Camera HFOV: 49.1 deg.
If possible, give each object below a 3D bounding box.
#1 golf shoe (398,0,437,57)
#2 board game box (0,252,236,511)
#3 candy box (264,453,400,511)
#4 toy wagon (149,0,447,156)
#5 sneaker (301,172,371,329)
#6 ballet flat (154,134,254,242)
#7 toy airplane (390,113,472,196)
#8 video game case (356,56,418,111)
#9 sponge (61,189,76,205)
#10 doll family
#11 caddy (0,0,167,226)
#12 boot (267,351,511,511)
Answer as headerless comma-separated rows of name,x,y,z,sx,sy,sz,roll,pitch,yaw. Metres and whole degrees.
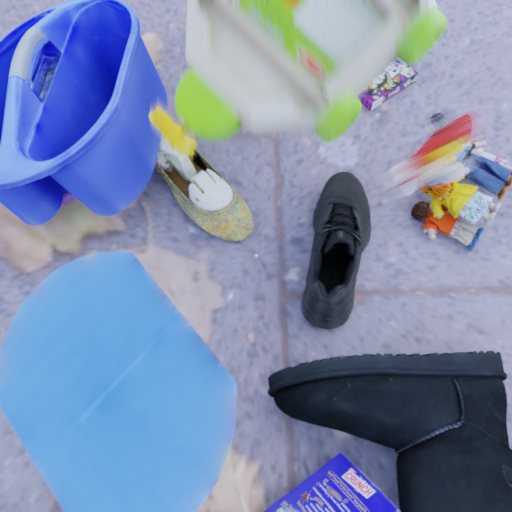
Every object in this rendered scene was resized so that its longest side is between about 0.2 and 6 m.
golf shoe,3.129,-4.877,11.097,1.070,0.844,2.324,-1,64,-1
board game box,-1.549,1.543,6.440,2.527,0.623,3.199,-47,70,10
candy box,0.899,3.381,6.937,1.508,0.581,1.275,-32,24,-14
toy wagon,0.263,-2.963,7.423,4.086,0.809,3.171,-44,80,10
sneaker,1.324,-0.262,8.693,1.017,1.215,2.677,6,64,5
ballet flat,-1.053,-1.314,9.380,0.938,0.938,2.654,-37,70,-16
toy airplane,1.933,-1.001,6.075,0.657,0.927,0.931,35,68,-4
video game case,2.206,-3.562,10.801,1.232,0.243,1.360,-35,69,-15
sponge,-3.204,-1.332,9.746,1.289,0.192,0.719,-27,65,-11
doll family,3.440,-1.296,9.280,1.408,1.022,2.268,31,68,14
caddy,-3.077,-2.415,8.785,2.844,2.112,4.023,-6,56,14
boot,1.981,2.779,7.249,3.521,1.303,2.885,-2,67,-3
